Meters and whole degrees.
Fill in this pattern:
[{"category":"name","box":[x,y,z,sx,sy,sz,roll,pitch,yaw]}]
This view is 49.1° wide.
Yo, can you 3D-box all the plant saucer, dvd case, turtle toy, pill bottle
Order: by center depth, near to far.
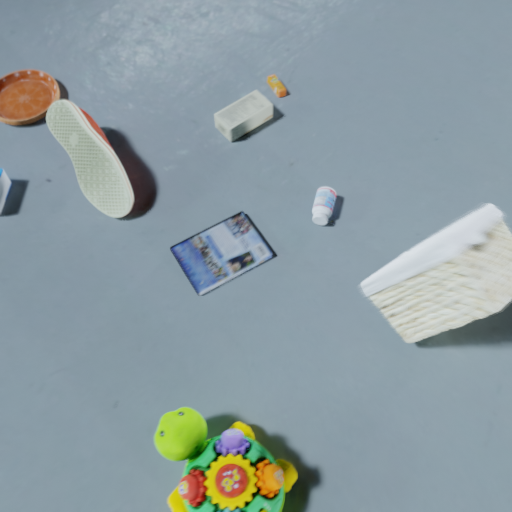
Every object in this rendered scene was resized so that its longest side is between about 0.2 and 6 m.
[{"category":"turtle toy","box":[-0.587,3.412,8.810,2.469,1.248,1.799,37,67,19]},{"category":"dvd case","box":[-0.705,-0.082,11.396,1.748,0.153,1.247,-28,64,-14]},{"category":"pill bottle","box":[1.414,-1.044,11.781,0.417,0.417,0.767,13,63,7]},{"category":"plant saucer","box":[-5.552,-3.767,13.387,1.686,0.272,1.686,0,60,-1]}]

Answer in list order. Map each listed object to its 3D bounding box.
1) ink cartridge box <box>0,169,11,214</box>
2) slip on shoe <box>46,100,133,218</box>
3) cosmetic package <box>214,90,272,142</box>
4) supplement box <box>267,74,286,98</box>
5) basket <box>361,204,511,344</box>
[{"category":"ink cartridge box","box":[-6.027,-1.382,11.891,1.268,0.544,0.928,3,60,3]},{"category":"slip on shoe","box":[-3.439,-2.099,12.073,1.095,0.905,2.957,-40,75,19]},{"category":"cosmetic package","box":[-0.288,-3.245,12.985,1.255,0.446,0.660,-33,65,-17]},{"category":"supplement box","box":[0.489,-4.137,13.628,0.205,0.212,0.617,-24,61,-15]},{"category":"basket","box":[3.266,0.397,9.665,1.582,2.333,1.439,-29,83,-33]}]
